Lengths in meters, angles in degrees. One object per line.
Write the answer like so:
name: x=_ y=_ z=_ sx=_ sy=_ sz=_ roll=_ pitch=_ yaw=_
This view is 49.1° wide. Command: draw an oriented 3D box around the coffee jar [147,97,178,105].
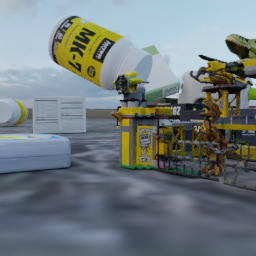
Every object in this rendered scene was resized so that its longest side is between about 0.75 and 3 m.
coffee jar: x=2.018 y=-0.716 z=12.135 sx=2.699 sy=1.152 sz=1.408 roll=-3 pitch=2 yaw=-41

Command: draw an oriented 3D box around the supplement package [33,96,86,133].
supplement package: x=-1.482 y=-0.286 z=6.116 sx=1.032 sy=0.735 sz=1.326 roll=-1 pitch=3 yaw=-14

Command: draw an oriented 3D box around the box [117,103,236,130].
box: x=1.449 y=-0.308 z=7.820 sx=2.235 sy=0.691 sz=2.799 roll=0 pitch=1 yaw=45

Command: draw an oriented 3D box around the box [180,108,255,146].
box: x=1.623 y=-0.014 z=3.149 sx=1.735 sy=0.426 sz=1.399 roll=0 pitch=5 yaw=-8

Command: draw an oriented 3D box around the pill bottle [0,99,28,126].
pill bottle: x=-4.275 y=-0.550 z=10.056 sx=0.979 sy=0.979 sz=1.736 roll=0 pitch=2 yaw=-6

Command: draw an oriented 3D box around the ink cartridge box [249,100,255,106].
ink cartridge box: x=5.727 y=-0.800 z=14.560 sx=1.964 sy=1.134 sz=2.699 roll=-1 pitch=2 yaw=-29

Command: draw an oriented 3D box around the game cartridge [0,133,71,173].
game cartridge: x=-0.828 y=0.150 z=2.056 sx=0.692 sy=0.210 sz=1.037 roll=3 pitch=0 yaw=-31

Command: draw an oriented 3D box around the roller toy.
roller toy: x=3.137 y=-1.055 z=10.459 sx=2.538 sy=1.944 sz=2.783 roll=2 pitch=11 yaw=-27

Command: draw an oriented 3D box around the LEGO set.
LEGO set: x=0.808 y=-0.294 z=1.580 sx=1.451 sy=1.093 sz=1.887 roll=-1 pitch=2 yaw=-30

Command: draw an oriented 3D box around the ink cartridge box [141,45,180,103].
ink cartridge box: x=0.684 y=-2.021 z=10.451 sx=1.691 sy=2.324 sz=0.557 roll=-19 pitch=-36 yaw=-8

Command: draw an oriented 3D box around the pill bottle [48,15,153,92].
pill bottle: x=-0.760 y=-2.006 z=7.904 sx=2.692 sy=1.538 sz=1.538 roll=29 pitch=12 yaw=18

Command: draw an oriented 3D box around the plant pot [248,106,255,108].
plant pot: x=4.847 y=-0.460 z=10.649 sx=0.869 sy=0.769 sz=0.869 roll=0 pitch=3 yaw=0
